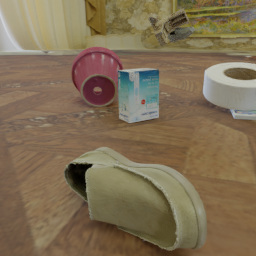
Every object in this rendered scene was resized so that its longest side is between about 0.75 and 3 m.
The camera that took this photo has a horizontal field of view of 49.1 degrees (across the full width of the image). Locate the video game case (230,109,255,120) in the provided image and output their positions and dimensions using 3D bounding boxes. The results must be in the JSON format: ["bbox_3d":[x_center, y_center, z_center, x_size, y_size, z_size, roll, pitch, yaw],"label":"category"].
[{"bbox_3d":[4.554,-0.636,10.472,1.313,0.165,1.834,5,20,12],"label":"video game case"}]

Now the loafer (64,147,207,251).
[{"bbox_3d":[-0.105,1.069,4.348,1.015,1.125,2.974,-14,14,-32],"label":"loafer"}]

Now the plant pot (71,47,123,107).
[{"bbox_3d":[-1.230,-1.983,11.670,2.269,2.269,2.031,-2,35,-7],"label":"plant pot"}]

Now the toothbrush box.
[{"bbox_3d":[0.365,-1.131,9.550,1.244,1.699,0.725,-10,20,-30],"label":"toothbrush box"}]

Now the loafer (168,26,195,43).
[{"bbox_3d":[1.566,-2.875,8.473,1.055,0.368,0.369,-1,51,58],"label":"loafer"}]

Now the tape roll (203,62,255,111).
[{"bbox_3d":[4.409,-1.718,11.055,2.763,0.966,2.763,-3,32,2],"label":"tape roll"}]

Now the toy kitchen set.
[{"bbox_3d":[1.152,-3.033,7.937,0.884,0.800,0.980,-19,35,27],"label":"toy kitchen set"}]
